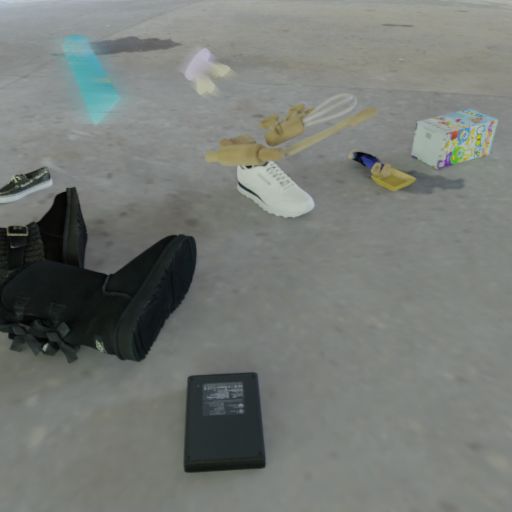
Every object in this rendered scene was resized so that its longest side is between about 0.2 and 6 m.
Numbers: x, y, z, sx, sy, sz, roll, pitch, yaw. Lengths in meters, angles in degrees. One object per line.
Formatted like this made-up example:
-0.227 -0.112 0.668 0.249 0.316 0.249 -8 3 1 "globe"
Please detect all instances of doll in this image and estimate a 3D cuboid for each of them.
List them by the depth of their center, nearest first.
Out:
2.867 -2.507 14.672 1.032 0.367 1.513 4 24 -22 "doll"

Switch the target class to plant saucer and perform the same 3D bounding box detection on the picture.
3.430 -1.884 14.030 0.818 0.198 0.818 -23 40 -30 "plant saucer"

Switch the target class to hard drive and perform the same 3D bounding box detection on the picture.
-0.449 2.263 7.764 1.055 0.249 1.512 -2 34 -3 "hard drive"

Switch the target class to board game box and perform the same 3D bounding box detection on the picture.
5.383 -3.197 15.237 2.000 1.030 1.049 -18 38 -24 "board game box"

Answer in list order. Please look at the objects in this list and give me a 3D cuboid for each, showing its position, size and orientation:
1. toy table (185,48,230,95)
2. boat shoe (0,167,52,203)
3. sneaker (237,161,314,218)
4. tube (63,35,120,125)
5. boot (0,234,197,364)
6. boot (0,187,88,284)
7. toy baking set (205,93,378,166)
-1.050 -3.825 11.652 0.896 0.571 0.975 -22 39 41 "toy table"
-5.707 -1.749 13.554 0.551 0.496 1.558 24 41 31 "boat shoe"
0.381 -1.662 13.047 2.334 0.940 0.892 30 42 35 "sneaker"
-3.349 -3.616 11.314 0.514 0.789 2.038 8 47 -53 "tube"
-2.680 0.517 9.647 2.583 1.166 3.152 8 37 14 "boot"
-4.495 -0.435 11.085 2.070 1.042 2.769 -7 35 -10 "boot"
0.555 -2.466 10.775 2.536 0.384 3.304 -41 31 -26 "toy baking set"
